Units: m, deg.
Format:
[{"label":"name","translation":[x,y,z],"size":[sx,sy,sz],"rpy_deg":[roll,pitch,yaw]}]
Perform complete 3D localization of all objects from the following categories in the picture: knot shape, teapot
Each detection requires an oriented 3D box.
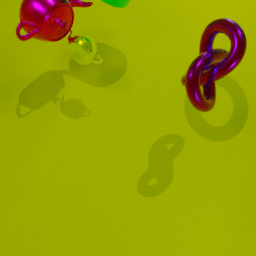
[{"label":"knot shape","translation":[1.532,-1.198,5.081],"size":[0.749,1.518,1.622],"rpy_deg":[24,36,3]},{"label":"teapot","translation":[-1.731,-2.593,6.476],"size":[1.006,1.277,2.054],"rpy_deg":[37,62,18]},{"label":"teapot","translation":[-1.035,-1.853,6.453],"size":[1.104,0.686,0.541],"rpy_deg":[41,51,0]}]

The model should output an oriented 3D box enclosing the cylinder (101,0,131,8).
[{"label":"cylinder","translation":[-0.214,-3.799,6.536],"size":[1.343,1.343,1.343],"rpy_deg":[22,46,-25]}]
